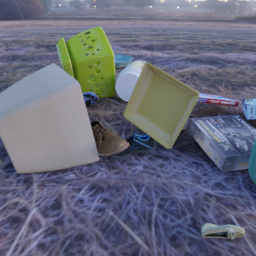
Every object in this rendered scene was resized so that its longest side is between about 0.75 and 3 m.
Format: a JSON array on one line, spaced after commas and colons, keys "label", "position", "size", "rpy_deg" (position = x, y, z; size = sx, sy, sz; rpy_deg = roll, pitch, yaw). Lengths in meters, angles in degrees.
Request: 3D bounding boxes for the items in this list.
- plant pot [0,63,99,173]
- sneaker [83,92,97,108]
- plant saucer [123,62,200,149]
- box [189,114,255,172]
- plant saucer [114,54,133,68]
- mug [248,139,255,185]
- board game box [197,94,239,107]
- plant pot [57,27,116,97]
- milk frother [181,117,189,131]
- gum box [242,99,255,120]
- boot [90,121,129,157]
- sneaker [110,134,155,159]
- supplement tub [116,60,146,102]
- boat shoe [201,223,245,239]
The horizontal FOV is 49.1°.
[{"label": "plant pot", "position": [-2.786, -0.171, 8.918], "size": [2.439, 2.755, 2.752], "rpy_deg": [-22, 32, -20]}, {"label": "sneaker", "position": [-2.153, -1.018, 12.757], "size": [2.126, 0.746, 0.828], "rpy_deg": [-25, 43, -35]}, {"label": "plant saucer", "position": [1.074, -0.743, 9.035], "size": [2.094, 2.093, 0.507], "rpy_deg": [37, 30, 24]}, {"label": "box", "position": [3.530, 0.419, 9.590], "size": [1.989, 0.607, 2.512], "rpy_deg": [-6, 30, -13]}, {"label": "plant saucer", "position": [-1.097, -5.027, 21.178], "size": [2.948, 0.530, 2.948], "rpy_deg": [0, 25, 0]}, {"label": "mug", "position": [4.207, 1.143, 7.301], "size": [1.891, 1.423, 2.302], "rpy_deg": [9, 27, 10]}, {"label": "board game box", "position": [3.379, -1.333, 12.550], "size": [2.836, 0.276, 1.460], "rpy_deg": [3, 17, -25]}, {"label": "plant pot", "position": [-2.170, -3.189, 14.354], "size": [2.484, 2.738, 2.724], "rpy_deg": [-14, 50, -11]}, {"label": "milk frother", "position": [1.638, -0.239, 10.664], "size": [1.337, 1.283, 1.422], "rpy_deg": [1, 48, 4]}, {"label": "gum box", "position": [6.192, -0.864, 11.353], "size": [2.750, 0.613, 2.336], "rpy_deg": [-2, 11, 18]}, {"label": "boot", "position": [-0.806, 0.312, 9.033], "size": [0.860, 0.882, 2.336], "rpy_deg": [-30, 21, -25]}, {"label": "sneaker", "position": [0.084, 0.541, 9.434], "size": [1.723, 0.706, 0.631], "rpy_deg": [-10, 30, -15]}, {"label": "supplement tub", "position": [0.383, -2.408, 14.392], "size": [1.718, 1.718, 2.370], "rpy_deg": [6, 27, 13]}, {"label": "boat shoe", "position": [2.101, 2.330, 6.192], "size": [0.923, 0.337, 0.290], "rpy_deg": [5, 36, 12]}]
